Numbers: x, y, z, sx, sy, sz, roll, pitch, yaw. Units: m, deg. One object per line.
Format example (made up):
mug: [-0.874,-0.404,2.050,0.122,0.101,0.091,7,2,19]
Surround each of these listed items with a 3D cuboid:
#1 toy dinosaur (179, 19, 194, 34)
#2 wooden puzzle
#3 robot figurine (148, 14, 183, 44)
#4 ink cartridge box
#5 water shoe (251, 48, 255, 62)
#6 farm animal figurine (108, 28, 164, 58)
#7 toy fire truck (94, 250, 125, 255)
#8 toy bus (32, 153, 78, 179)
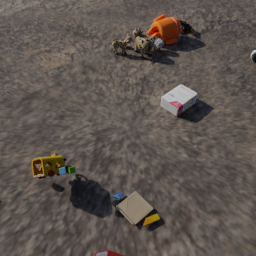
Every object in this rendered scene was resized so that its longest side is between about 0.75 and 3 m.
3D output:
toy dinosaur: [2.295,-3.980,11.020,0.657,0.495,0.969,-5,23,-27]
wooden puzzle: [0.152,1.676,5.834,0.653,0.113,0.968,-24,51,-27]
robot figurine: [1.409,-3.680,10.462,1.376,0.802,0.989,-24,47,-21]
ink cartridge box: [1.458,-0.801,8.008,0.870,0.363,0.632,-34,55,-28]
water shoe: [5.044,-2.439,9.419,1.665,0.595,0.657,17,46,15]
farm animal figurine: [0.307,-3.064,9.876,1.491,0.786,1.508,36,56,29]
toy fire truck: [-0.191,2.599,4.706,0.882,0.589,1.051,6,42,-28]
toy bus: [-1.572,0.793,6.004,0.880,0.933,0.482,-9,83,-6]
